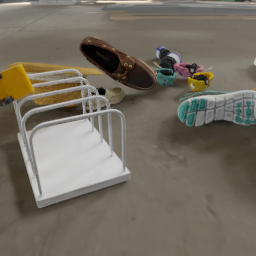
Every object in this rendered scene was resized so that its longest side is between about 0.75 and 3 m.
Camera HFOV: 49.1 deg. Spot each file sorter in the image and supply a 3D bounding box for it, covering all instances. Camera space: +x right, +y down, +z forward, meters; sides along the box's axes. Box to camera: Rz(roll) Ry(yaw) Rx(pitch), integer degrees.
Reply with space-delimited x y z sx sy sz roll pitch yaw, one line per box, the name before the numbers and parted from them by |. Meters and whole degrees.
file sorter | -1.336 -0.029 5.891 1.819 1.632 2.622 -14 32 -22

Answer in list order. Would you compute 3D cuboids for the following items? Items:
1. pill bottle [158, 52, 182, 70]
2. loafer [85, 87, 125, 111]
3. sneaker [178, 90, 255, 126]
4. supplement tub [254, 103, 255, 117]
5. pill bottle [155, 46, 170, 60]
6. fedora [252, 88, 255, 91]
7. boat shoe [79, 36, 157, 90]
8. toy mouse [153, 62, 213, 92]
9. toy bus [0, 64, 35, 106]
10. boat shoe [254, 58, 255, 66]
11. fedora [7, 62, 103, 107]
pill bottle | 1.708 -2.632 11.473 0.731 0.731 1.307 13 32 21
loafer | -0.704 -1.018 8.756 0.609 0.549 1.609 22 36 34
sneaker | 2.639 -0.714 7.842 2.618 1.016 1.194 1 25 -2
supplement tub | 4.228 -0.303 6.513 1.499 1.499 2.061 -15 32 -25
pill bottle | 1.665 -3.457 13.108 0.579 0.579 1.035 -7 30 -12
fedora | 4.266 -0.773 8.341 1.306 0.533 1.306 2 33 -1
boat shoe | -0.314 -1.988 9.061 2.773 0.976 0.975 27 20 -7
toy mouse | 1.935 -1.936 10.396 2.544 0.554 2.863 22 36 34
toy bus | -2.682 -0.578 5.139 1.793 0.584 0.702 -28 20 -16
boat shoe | 5.931 -2.714 11.445 0.988 0.889 2.794 0 29 0
fedora | -2.103 -1.285 8.341 2.911 1.187 2.911 4 11 -1
